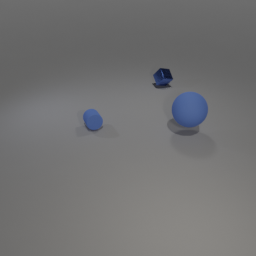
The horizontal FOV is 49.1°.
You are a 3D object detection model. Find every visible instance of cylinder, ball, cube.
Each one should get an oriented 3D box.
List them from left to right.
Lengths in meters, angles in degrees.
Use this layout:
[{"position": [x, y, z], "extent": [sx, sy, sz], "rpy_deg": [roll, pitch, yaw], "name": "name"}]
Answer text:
[{"position": [-1.479, -0.366, 11.751], "extent": [0.700, 0.700, 0.700], "rpy_deg": [-11, 27, -18], "name": "cylinder"}, {"position": [1.936, -2.808, 15.476], "extent": [0.700, 0.700, 0.700], "rpy_deg": [-3, 66, -36], "name": "cube"}, {"position": [2.428, -0.726, 11.032], "extent": [1.400, 1.400, 1.400], "rpy_deg": [0, 31, 0], "name": "ball"}]
